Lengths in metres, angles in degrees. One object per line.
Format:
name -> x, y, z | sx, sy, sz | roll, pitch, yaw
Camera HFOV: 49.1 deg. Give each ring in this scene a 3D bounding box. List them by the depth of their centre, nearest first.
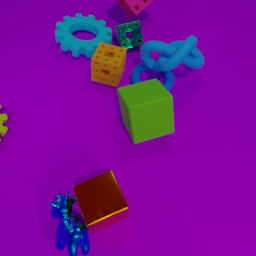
ring -> 0.783, -1.602, 8.959 | 1.396, 0.279, 1.396 | 1, 57, -1

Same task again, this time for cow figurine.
cow figurine -> -1.342, 2.186, 6.434 | 0.696, 1.268, 1.248 | -1, 91, -38

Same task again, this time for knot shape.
knot shape -> 1.479, -2.168, 8.316 | 1.804, 1.928, 0.891 | -12, 104, -32

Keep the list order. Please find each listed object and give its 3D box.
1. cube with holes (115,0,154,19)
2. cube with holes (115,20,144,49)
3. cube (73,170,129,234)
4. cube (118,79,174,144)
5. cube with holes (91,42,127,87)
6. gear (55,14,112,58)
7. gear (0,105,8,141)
cube with holes -> 0.219, -4.464, 9.344 | 1.059, 1.059, 1.059 | -41, 109, -1
cube with holes -> 0.034, -3.113, 9.351 | 0.760, 0.760, 0.760 | -13, 22, -1
cube -> -0.627, 1.782, 6.704 | 0.997, 0.997, 0.997 | -22, 63, -12
cube -> 0.484, -0.484, 7.656 | 1.167, 1.167, 1.167 | -16, 36, -9
cube with holes -> -0.591, -1.943, 8.606 | 0.850, 0.850, 0.850 | 15, 53, 4
gear -> -1.508, -3.191, 9.606 | 1.881, 0.348, 1.881 | 6, 55, -8
gear -> -4.184, -0.135, 7.708 | 1.581, 0.292, 1.581 | 14, 64, -29
